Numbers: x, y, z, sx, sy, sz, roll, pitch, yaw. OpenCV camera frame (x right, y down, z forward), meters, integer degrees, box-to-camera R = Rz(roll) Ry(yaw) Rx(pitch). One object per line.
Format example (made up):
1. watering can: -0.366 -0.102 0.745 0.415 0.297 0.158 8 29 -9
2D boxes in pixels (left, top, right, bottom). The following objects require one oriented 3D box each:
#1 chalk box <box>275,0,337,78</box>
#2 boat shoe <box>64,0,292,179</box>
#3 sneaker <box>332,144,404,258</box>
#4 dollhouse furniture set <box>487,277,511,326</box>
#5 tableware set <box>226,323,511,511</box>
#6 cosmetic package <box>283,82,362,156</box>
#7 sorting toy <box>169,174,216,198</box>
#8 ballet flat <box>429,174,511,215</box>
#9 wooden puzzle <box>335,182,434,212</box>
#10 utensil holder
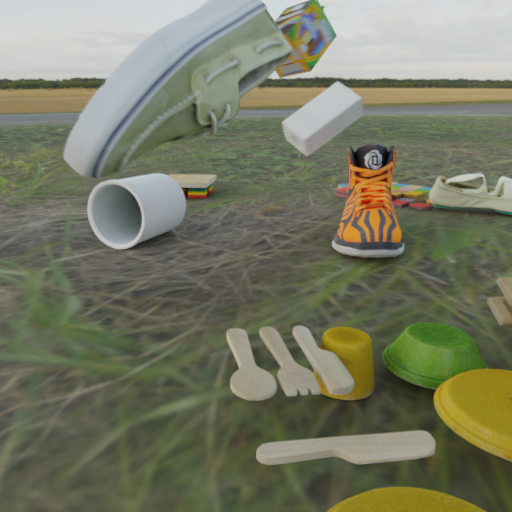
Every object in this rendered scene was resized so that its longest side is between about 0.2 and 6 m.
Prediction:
1. chalk box: 0.921 -4.500 11.371 0.927 0.920 1.485 8 56 49
2. boat shoe: -0.642 -1.892 6.150 3.430 1.064 1.235 -54 8 -33
3. sneaker: 1.814 -0.999 9.232 1.111 1.605 2.865 1 18 4
4. dollhouse furniture set: 3.202 0.444 4.760 1.289 1.700 1.940 -4 44 -7
5. tableware set: 1.262 1.404 3.599 2.607 0.594 3.871 -1 16 -13
6. cosmetic package: 1.163 -2.390 9.765 1.287 0.476 0.654 -36 58 -9
7. sorting toy: -1.607 -1.621 13.170 1.160 0.406 1.168 2 18 8
8. ballet flat: 4.723 -1.268 11.343 2.310 0.803 0.803 6 18 10
9. wooden puzzle: 3.047 -1.459 12.987 2.891 0.203 1.714 16 23 40
10. utensil holder: -1.969 -0.811 9.479 1.128 1.128 1.327 8 18 23
